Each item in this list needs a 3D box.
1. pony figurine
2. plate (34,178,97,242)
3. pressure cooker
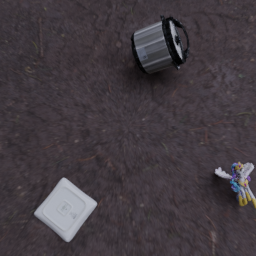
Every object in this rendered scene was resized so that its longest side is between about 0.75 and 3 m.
[{"bbox_3d":[3.115,1.473,7.762,1.073,1.244,1.288,-18,91,6],"label":"pony figurine"},{"bbox_3d":[-1.772,2.274,7.914,1.321,0.214,1.318,34,72,12],"label":"plate"},{"bbox_3d":[1.098,-2.598,8.918,1.677,1.475,1.498,-15,56,24],"label":"pressure cooker"}]
